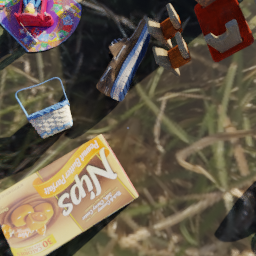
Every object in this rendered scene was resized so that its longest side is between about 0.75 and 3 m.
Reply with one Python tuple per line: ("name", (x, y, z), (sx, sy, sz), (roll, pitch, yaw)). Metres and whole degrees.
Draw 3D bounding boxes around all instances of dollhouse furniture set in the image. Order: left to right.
("dollhouse furniture set", (1.262, -1.843, 4.126), (1.845, 0.950, 1.825), (-24, 66, 30))

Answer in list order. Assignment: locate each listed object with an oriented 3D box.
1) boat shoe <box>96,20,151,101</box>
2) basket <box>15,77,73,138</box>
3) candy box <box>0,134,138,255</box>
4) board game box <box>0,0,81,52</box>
("boat shoe", (-0.091, -1.860, 7.102), (0.835, 0.833, 2.307), (23, 76, 8))
("basket", (-1.922, -0.460, 6.626), (1.091, 0.861, 1.237), (-20, 106, -6))
("candy box", (-1.346, 1.557, 6.177), (2.779, 0.768, 1.604), (-30, 77, -8))
("board game box", (-2.569, -3.376, 7.691), (2.018, 0.497, 2.555), (-43, 79, -10))
